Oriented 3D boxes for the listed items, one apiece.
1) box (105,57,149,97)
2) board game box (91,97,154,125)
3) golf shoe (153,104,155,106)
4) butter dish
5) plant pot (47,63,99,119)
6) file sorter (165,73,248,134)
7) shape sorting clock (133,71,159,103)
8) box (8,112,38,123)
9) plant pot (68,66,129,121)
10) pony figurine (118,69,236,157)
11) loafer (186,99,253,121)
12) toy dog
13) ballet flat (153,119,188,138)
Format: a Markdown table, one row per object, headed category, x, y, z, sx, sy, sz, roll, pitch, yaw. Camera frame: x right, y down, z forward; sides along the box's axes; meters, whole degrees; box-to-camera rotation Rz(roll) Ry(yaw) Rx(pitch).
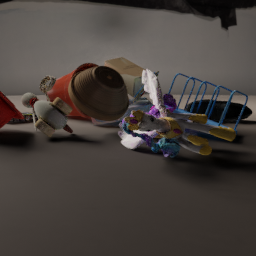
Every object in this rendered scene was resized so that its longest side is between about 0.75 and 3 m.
| category | x | y | z | sx | sy | sz | roll | pitch | yaw |
| --- | --- | --- | --- | --- | --- | --- | --- | --- | --- |
| box | -0.010 | -2.631 | 14.223 | 1.251 | 1.024 | 2.634 | -21 | 41 | -31 |
| board game box | -0.278 | -0.822 | 12.664 | 2.612 | 0.567 | 2.599 | -9 | 12 | -1 |
| golf shoe | 1.959 | -1.297 | 18.339 | 1.072 | 0.417 | 0.506 | 12 | 2 | 28 |
| butter dish | -5.358 | -0.624 | 9.645 | 2.457 | 1.816 | 2.451 | 11 | -28 | 28 |
| plant pot | -2.620 | -1.735 | 14.411 | 2.661 | 2.736 | 2.736 | -2 | 5 | 43 |
| file sorter | 2.570 | -0.834 | 9.362 | 2.230 | 1.368 | 1.547 | 27 | 13 | 38 |
| shape sorting clock | 0.779 | -1.715 | 11.846 | 0.333 | 1.699 | 1.699 | 40 | 9 | -3 |
| box | -5.139 | -0.488 | 12.968 | 1.516 | 0.336 | 1.214 | -8 | 13 | -44 |
| plant pot | -0.920 | -1.524 | 10.592 | 2.440 | 2.440 | 1.126 | -6 | -33 | -36 |
| pony figurine | 0.900 | -0.189 | 6.914 | 2.550 | 2.124 | 2.462 | 13 | 14 | -17 |
| loafer | 4.182 | -0.832 | 12.889 | 2.990 | 1.015 | 1.050 | 3 | 0 | -5 |
| toy dog | -2.709 | -0.501 | 9.767 | 1.722 | 1.257 | 2.611 | -36 | 43 | 4 |
| ballet flat | 1.443 | -0.094 | 9.048 | 0.741 | 0.807 | 2.351 | 18 | 17 | 28 |
